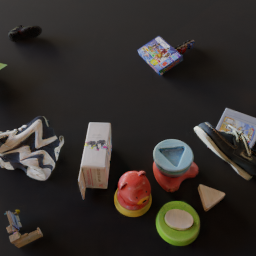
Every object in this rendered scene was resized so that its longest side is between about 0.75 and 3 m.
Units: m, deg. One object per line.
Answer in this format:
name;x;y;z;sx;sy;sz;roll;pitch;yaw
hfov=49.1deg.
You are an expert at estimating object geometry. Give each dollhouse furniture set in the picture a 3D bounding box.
dollhouse furniture set;-2.585;2.286;6.828;0.610;0.882;0.934;-23;64;-19

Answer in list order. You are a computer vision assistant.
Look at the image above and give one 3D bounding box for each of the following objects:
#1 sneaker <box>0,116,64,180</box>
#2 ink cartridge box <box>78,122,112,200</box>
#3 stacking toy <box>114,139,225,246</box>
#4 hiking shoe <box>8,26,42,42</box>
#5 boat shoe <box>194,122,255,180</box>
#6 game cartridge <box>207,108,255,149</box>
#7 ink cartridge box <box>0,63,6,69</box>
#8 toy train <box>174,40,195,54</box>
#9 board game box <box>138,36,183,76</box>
sneaker;-3.219;0.296;8.481;2.744;1.095;1.786;15;49;13
ink cartridge box;-0.866;0.926;7.881;0.662;1.123;1.951;3;49;2
stacking toy;1.172;1.520;7.363;2.379;1.110;2.628;35;57;28
hiking shoe;-4.885;-4.614;13.213;1.566;0.593;0.788;-16;53;-13
boat shoe;2.763;0.504;7.274;0.870;2.815;1.054;-46;33;14
game cartridge;3.502;0.184;9.086;1.274;0.397;1.914;20;51;23
ink cartridge box;-6.129;-2.491;11.156;2.103;0.504;1.530;15;48;30
toy train;2.313;-3.442;12.317;1.870;0.319;0.428;-34;47;-25
board game box;1.331;-3.072;11.773;1.174;0.299;1.734;-34;54;-2
